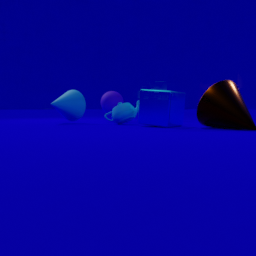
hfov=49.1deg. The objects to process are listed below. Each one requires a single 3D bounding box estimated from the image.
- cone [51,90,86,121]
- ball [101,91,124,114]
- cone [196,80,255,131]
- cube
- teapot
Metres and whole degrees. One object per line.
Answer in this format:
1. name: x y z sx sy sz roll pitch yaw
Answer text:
1. cone: -2.616 -0.924 11.166 1.327 1.327 1.332 2 2 27
2. ball: -0.704 -1.126 12.408 1.013 1.013 1.013 0 4 0
3. cone: 3.144 -0.341 8.139 1.616 1.616 1.622 -2 31 -28
4. cube: 1.148 -0.677 9.472 1.158 1.158 1.158 9 8 35
5. teapot: -0.138 -0.628 10.648 1.559 0.763 0.969 -20 -11 -7
